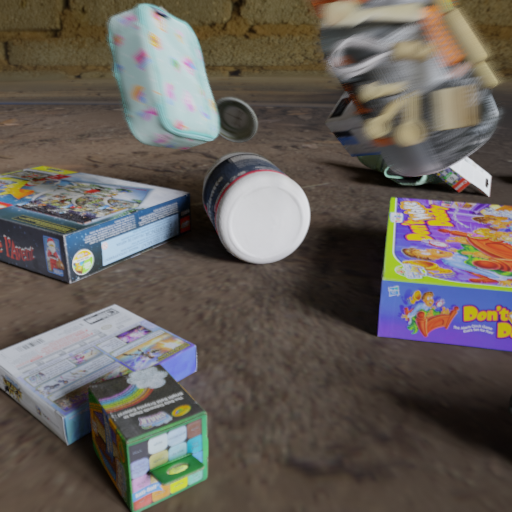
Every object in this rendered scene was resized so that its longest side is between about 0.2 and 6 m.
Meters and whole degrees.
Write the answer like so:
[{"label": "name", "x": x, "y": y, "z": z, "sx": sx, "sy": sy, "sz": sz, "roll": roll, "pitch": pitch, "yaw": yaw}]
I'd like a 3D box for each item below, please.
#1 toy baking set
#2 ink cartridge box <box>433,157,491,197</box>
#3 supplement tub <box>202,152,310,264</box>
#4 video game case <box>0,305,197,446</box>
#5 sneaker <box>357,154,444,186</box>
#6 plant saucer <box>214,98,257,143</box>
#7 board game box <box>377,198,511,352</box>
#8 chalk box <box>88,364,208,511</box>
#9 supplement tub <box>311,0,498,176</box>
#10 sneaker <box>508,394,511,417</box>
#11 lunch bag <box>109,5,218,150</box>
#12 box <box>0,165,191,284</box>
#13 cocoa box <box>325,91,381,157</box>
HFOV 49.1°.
[{"label": "toy baking set", "x": 1.840, "y": -2.358, "z": 6.767, "sx": 1.667, "sy": 2.173, "sz": 0.253, "roll": -31, "pitch": 5, "yaw": 2}, {"label": "ink cartridge box", "x": 4.633, "y": -1.966, "z": 12.906, "sx": 1.641, "sy": 0.413, "sz": 0.894, "roll": 35, "pitch": 46, "yaw": -7}, {"label": "supplement tub", "x": -0.091, "y": -0.904, "z": 9.532, "sx": 1.510, "sy": 1.510, "sz": 2.152, "roll": -5, "pitch": 23, "yaw": -13}, {"label": "video game case", "x": -1.706, "y": 1.150, "z": 5.935, "sx": 1.462, "sy": 0.367, "sz": 1.613, "roll": 18, "pitch": 28, "yaw": 38}, {"label": "sneaker", "x": 3.329, "y": -2.404, "z": 13.862, "sx": 1.584, "sy": 0.988, "sz": 2.686, "roll": -13, "pitch": 27, "yaw": -44}, {"label": "plant saucer", "x": -0.437, "y": -2.812, "z": 11.445, "sx": 1.026, "sy": 1.026, "sz": 0.258, "roll": 7, "pitch": 46, "yaw": 17}, {"label": "board game box", "x": 3.036, "y": 0.097, "z": 7.990, "sx": 2.392, "sy": 0.796, "sz": 3.557, "roll": 5, "pitch": 22, "yaw": 13}, {"label": "chalk box", "x": -0.838, "y": 1.523, "z": 4.587, "sx": 0.705, "sy": 0.700, "sz": 1.129, "roll": -12, "pitch": 26, "yaw": -31}, {"label": "supplement tub", "x": 2.107, "y": -2.752, "z": 8.032, "sx": 1.781, "sy": 2.906, "sz": 1.781, "roll": -29, "pitch": 26, "yaw": 16}, {"label": "sneaker", "x": 3.395, "y": 1.438, "z": 4.530, "sx": 2.517, "sy": 0.890, "sz": 1.230, "roll": 12, "pitch": 25, "yaw": 22}, {"label": "lunch bag", "x": -1.194, "y": -2.410, "z": 7.636, "sx": 0.708, "sy": 1.836, "sz": 1.473, "roll": -13, "pitch": -2, "yaw": 29}, {"label": "box", "x": -3.697, "y": -0.777, "z": 10.160, "sx": 4.187, "sy": 0.789, "sz": 2.860, "roll": 13, "pitch": 25, "yaw": 30}, {"label": "cocoa box", "x": 2.200, "y": -2.722, "z": 10.394, "sx": 0.999, "sy": 0.983, "sz": 1.498, "roll": 7, "pitch": 60, "yaw": 53}]
